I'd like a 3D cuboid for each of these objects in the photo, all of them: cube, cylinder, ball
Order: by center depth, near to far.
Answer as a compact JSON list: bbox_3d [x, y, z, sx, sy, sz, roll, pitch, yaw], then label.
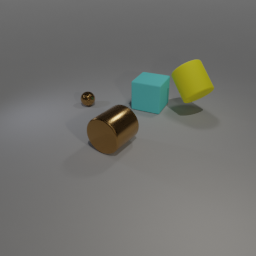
[{"bbox_3d":[-0.541,0.029,10.228,1.400,1.400,1.400,18,34,29],"label":"cylinder"},{"bbox_3d":[2.792,-2.003,12.158,1.400,1.400,1.400,-17,77,-27],"label":"cylinder"},{"bbox_3d":[1.069,-1.679,13.205,1.400,1.400,1.400,13,34,22],"label":"cube"},{"bbox_3d":[-1.935,-1.412,13.513,0.700,0.700,0.700,0,29,0],"label":"ball"}]
